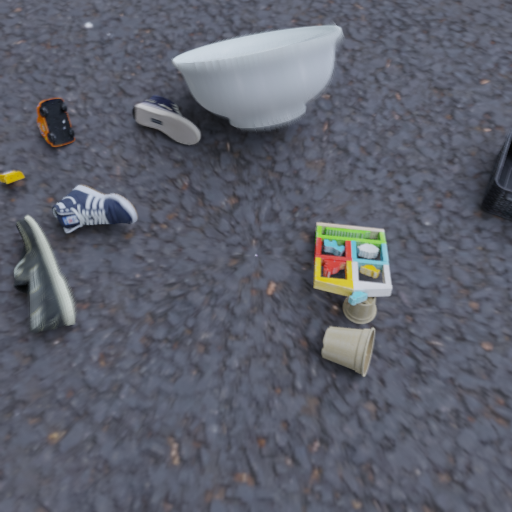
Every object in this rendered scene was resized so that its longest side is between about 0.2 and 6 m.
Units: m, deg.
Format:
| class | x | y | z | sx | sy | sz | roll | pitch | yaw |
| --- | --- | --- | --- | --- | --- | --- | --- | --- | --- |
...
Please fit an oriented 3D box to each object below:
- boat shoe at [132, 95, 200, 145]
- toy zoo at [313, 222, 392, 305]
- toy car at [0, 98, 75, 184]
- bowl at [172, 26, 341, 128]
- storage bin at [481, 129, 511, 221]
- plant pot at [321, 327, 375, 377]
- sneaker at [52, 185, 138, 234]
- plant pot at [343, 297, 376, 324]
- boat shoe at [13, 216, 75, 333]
| class | x | y | z | sx | sy | sz | roll | pitch | yaw |
| --- | --- | --- | --- | --- | --- | --- | --- | --- | --- |
| boat shoe | -1.932 | -3.226 | 13.006 | 1.759 | 0.657 | 0.816 | 26 | 48 | 11 |
| toy zoo | 1.837 | 0.128 | 10.825 | 1.428 | 0.223 | 2.177 | 6 | 39 | 3 |
| toy car | -5.079 | -2.601 | 12.489 | 0.740 | 1.091 | 2.223 | 9 | 46 | 43 |
| bowl | 0.126 | -3.897 | 12.433 | 3.689 | 1.658 | 3.689 | -10 | 26 | 5 |
| storage bin | 5.770 | -1.700 | 11.977 | 1.288 | 0.893 | 1.904 | 22 | 62 | 12 |
| plant pot | 1.637 | 1.635 | 10.069 | 0.807 | 0.882 | 0.882 | 12 | 59 | 19 |
| sneaker | -3.339 | -0.835 | 11.399 | 1.843 | 0.646 | 1.000 | 19 | 47 | 29 |
| plant pot | 2.005 | 0.873 | 10.602 | 0.650 | 0.595 | 0.650 | 0 | 59 | 0 |
| boat shoe | -4.248 | 0.288 | 10.722 | 0.870 | 0.924 | 2.573 | -19 | 62 | -20 |
